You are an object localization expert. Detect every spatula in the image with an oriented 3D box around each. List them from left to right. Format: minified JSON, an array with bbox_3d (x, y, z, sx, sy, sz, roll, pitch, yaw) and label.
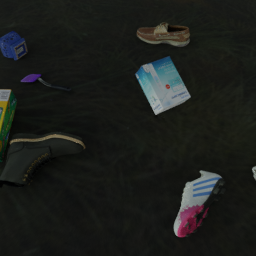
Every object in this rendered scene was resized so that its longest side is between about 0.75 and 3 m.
[{"bbox_3d":[-3.603,-2.005,12.506,2.478,0.255,0.700,18,45,13],"label":"spatula"}]

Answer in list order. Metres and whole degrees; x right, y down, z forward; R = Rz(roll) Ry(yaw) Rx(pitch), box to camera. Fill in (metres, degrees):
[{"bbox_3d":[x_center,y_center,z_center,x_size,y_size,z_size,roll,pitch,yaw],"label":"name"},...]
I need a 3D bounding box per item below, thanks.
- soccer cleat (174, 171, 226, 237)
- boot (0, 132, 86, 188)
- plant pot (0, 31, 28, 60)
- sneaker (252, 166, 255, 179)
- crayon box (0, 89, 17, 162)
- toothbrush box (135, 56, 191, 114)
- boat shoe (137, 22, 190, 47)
[{"bbox_3d":[2.021,2.276,8.658,2.439,0.852,1.053,-39,41,-28],"label":"soccer cleat"},{"bbox_3d":[-2.880,1.187,9.458,2.733,1.059,1.890,-4,53,14],"label":"boot"},{"bbox_3d":[-5.559,-3.981,13.732,0.897,0.997,0.997,30,56,15],"label":"plant pot"},{"bbox_3d":[4.844,1.053,9.502,1.453,0.927,2.515,-6,51,-9],"label":"sneaker"},{"bbox_3d":[-5.253,-0.156,10.298,1.618,0.794,2.724,1,59,-2],"label":"crayon box"},{"bbox_3d":[1.216,-1.496,9.872,1.223,0.712,1.670,-23,84,-22],"label":"toothbrush box"},{"bbox_3d":[1.847,-5.002,14.545,2.781,0.999,1.053,7,50,6],"label":"boat shoe"}]
